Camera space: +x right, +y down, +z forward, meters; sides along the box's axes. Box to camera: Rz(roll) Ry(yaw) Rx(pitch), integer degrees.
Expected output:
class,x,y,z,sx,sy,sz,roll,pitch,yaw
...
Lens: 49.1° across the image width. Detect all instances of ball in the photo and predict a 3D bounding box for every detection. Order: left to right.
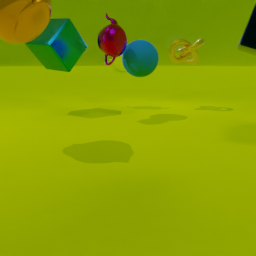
class,x,y,z,sx,sy,sz,roll,pitch,yaw
ball,0.397,-2.241,9.064,1.177,1.177,1.177,0,14,0

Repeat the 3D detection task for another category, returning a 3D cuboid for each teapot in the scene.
class,x,y,z,sx,sy,sz,roll,pitch,yaw
teapot,-2.041,-2.248,5.098,0.956,1.953,1.214,43,54,4
teapot,-0.514,-2.631,8.287,0.751,1.534,0.954,9,9,34
teapot,-0.104,-2.719,10.979,1.848,1.149,0.905,-7,24,12

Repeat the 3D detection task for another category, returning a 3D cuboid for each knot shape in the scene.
class,x,y,z,sx,sy,sz,roll,pitch,yaw
knot shape,2.315,-2.952,10.607,1.314,0.649,1.405,-29,-28,36

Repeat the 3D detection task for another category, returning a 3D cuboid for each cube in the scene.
class,x,y,z,sx,sy,sz,roll,pitch,yaw
cube,-2.456,-2.874,9.721,1.268,1.268,1.268,14,-26,33
cube,3.187,-2.161,6.173,1.101,1.101,1.101,22,15,13
